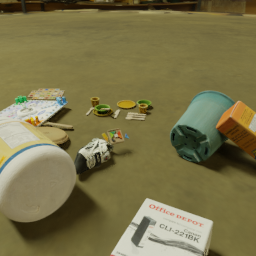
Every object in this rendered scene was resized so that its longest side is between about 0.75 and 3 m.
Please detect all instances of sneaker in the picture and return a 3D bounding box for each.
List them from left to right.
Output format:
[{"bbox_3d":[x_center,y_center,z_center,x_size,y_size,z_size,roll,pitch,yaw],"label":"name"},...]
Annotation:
[{"bbox_3d":[-1.025,0.872,8.816,0.818,0.685,1.848,10,30,19],"label":"sneaker"}]

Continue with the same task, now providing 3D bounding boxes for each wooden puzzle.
[{"bbox_3d":[-0.411,0.276,9.356,0.825,0.096,0.556,-18,71,-22],"label":"wooden puzzle"}]

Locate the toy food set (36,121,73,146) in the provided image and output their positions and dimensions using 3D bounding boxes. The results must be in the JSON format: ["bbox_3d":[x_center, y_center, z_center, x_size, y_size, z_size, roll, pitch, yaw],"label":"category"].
[{"bbox_3d":[-2.981,0.389,10.054,1.664,0.484,2.410,9,19,5],"label":"toy food set"}]

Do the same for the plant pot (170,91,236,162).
[{"bbox_3d":[2.479,0.023,9.314,1.945,1.945,1.905,21,43,33],"label":"plant pot"}]

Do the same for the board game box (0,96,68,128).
[{"bbox_3d":[-4.295,-0.760,11.840,2.615,0.338,2.615,3,28,18],"label":"board game box"}]

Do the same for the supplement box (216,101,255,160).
[{"bbox_3d":[3.878,0.348,8.231,2.450,0.815,0.843,37,57,3],"label":"supplement box"}]

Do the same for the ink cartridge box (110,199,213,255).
[{"bbox_3d":[0.630,2.585,5.498,1.558,0.904,2.159,14,32,23],"label":"ink cartridge box"}]

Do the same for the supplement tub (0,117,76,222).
[{"bbox_3d":[-2.866,0.933,7.376,1.970,1.970,2.724,-23,36,-36],"label":"supplement tub"}]

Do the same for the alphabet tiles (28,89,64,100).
[{"bbox_3d":[-4.120,-1.726,14.170,1.689,0.053,1.406,0,29,0],"label":"alphabet tiles"}]

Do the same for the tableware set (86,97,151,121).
[{"bbox_3d":[-0.390,-1.007,12.502,2.749,0.422,1.852,6,29,11],"label":"tableware set"}]
